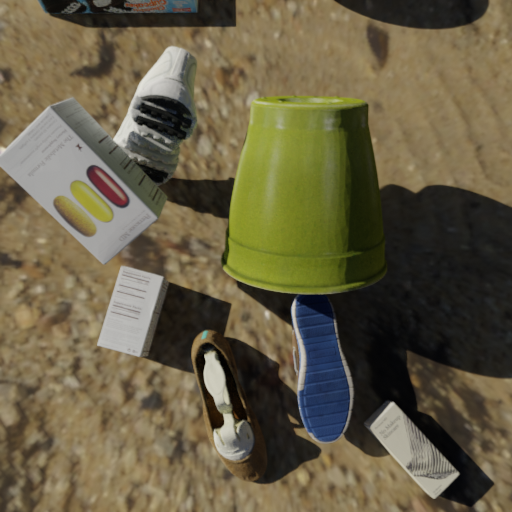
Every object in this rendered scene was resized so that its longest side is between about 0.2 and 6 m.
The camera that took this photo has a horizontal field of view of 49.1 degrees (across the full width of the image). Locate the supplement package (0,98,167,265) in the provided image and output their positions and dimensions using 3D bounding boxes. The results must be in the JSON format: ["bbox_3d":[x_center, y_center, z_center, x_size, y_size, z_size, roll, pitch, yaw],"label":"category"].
[{"bbox_3d":[-2.297,-1.034,7.687,1.095,1.055,1.926,-39,108,13],"label":"supplement package"}]

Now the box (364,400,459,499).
[{"bbox_3d":[2.467,3.074,8.967,0.607,0.505,1.478,-43,84,-6],"label":"box"}]

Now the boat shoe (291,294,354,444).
[{"bbox_3d":[1.031,1.734,8.990,0.861,0.862,2.383,-4,86,-2],"label":"boat shoe"}]

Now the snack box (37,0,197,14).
[{"bbox_3d":[-2.495,-5.323,10.258,2.840,0.527,1.650,0,81,0],"label":"snack box"}]

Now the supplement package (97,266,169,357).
[{"bbox_3d":[-1.987,0.918,9.178,0.722,0.750,1.318,15,80,1],"label":"supplement package"}]

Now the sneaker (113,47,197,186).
[{"bbox_3d":[-1.557,-1.989,8.558,1.093,2.909,1.179,18,64,-23],"label":"sneaker"}]

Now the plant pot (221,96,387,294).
[{"bbox_3d":[0.732,-1.034,8.052,2.485,2.485,2.393,1,110,0],"label":"plant pot"}]

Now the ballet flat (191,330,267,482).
[{"bbox_3d":[-0.476,2.399,8.861,0.856,0.913,2.523,-16,82,1],"label":"ballet flat"}]
